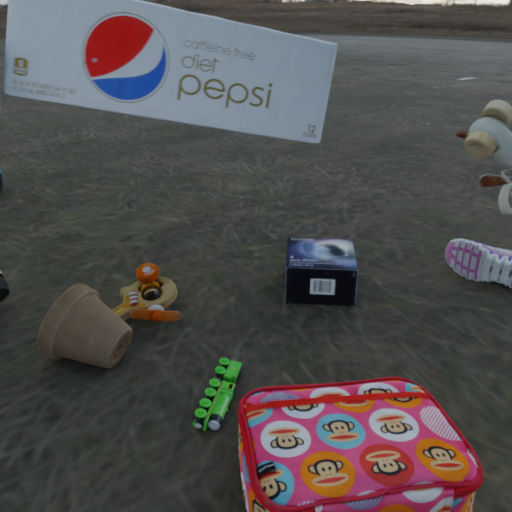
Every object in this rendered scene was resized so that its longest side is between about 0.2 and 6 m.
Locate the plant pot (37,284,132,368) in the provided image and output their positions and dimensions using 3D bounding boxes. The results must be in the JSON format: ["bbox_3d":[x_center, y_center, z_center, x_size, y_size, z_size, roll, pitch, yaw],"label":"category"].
[{"bbox_3d":[-2.237,1.051,7.618,0.940,1.078,1.078,25,32,8],"label":"plant pot"}]

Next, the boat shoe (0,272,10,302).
[{"bbox_3d":[-4.558,0.983,7.759,0.892,1.042,2.848,40,30,8],"label":"boat shoe"}]

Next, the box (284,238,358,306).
[{"bbox_3d":[1.059,0.232,9.351,1.153,0.711,1.144,2,26,3],"label":"box"}]

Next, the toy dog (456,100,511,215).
[{"bbox_3d":[3.628,-1.491,8.489,1.108,1.680,0.809,-32,17,-19],"label":"toy dog"}]

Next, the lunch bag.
[{"bbox_3d":[0.932,2.003,5.799,2.240,0.918,1.973,-2,24,-9],"label":"lunch bag"}]

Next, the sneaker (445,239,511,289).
[{"bbox_3d":[4.145,0.116,9.730,1.648,0.663,0.729,21,27,27],"label":"sneaker"}]

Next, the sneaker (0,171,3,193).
[{"bbox_3d":[-6.447,-1.586,12.887,0.746,0.667,1.821,1,27,2],"label":"sneaker"}]

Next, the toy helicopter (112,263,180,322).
[{"bbox_3d":[-1.852,0.826,8.557,1.511,0.596,0.999,-33,50,-30],"label":"toy helicopter"}]

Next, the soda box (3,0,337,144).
[{"bbox_3d":[-1.262,-2.917,8.711,4.724,1.609,1.504,5,15,-18],"label":"soda box"}]

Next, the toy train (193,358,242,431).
[{"bbox_3d":[-0.453,1.720,6.994,0.349,0.258,1.236,15,30,6],"label":"toy train"}]
